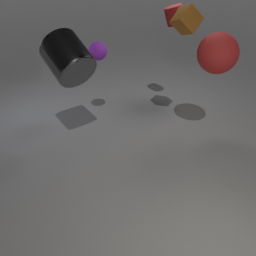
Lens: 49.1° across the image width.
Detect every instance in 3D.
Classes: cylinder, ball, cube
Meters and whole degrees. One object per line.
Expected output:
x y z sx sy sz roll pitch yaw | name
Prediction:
-1.971 -2.290 9.233 1.400 1.400 1.400 -25 69 -33 | cylinder
1.822 -4.416 10.973 0.700 0.700 0.700 -15 28 8 | cylinder
3.070 -2.552 9.581 1.400 1.400 1.400 0 33 0 | ball
1.996 -3.684 9.551 0.700 0.700 0.700 -56 28 -3 | cube
-1.133 -2.901 10.552 0.700 0.700 0.700 0 33 0 | ball
